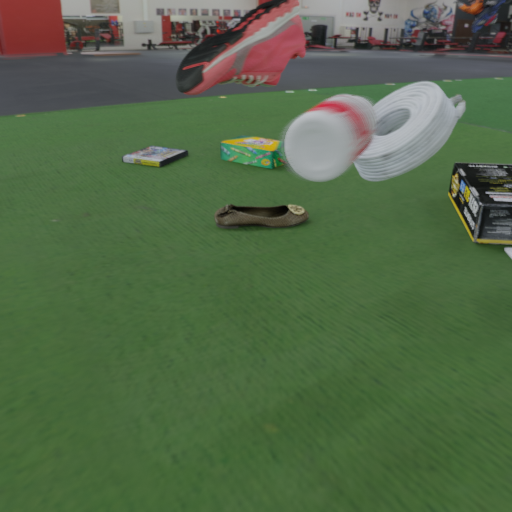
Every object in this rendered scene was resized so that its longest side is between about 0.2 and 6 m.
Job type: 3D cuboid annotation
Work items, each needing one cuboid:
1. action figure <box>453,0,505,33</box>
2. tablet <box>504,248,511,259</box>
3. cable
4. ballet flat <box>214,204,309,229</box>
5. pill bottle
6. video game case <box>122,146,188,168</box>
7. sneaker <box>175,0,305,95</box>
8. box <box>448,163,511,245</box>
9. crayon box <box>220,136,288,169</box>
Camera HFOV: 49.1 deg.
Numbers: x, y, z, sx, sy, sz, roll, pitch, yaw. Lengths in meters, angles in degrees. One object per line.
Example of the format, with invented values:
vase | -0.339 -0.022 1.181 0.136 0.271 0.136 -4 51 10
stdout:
action figure | 4.136 -4.564 10.157 0.842 0.871 0.456 38 29 -25
tablet | 5.071 0.077 9.336 1.529 0.104 0.995 1 25 2
cable | 2.008 -1.745 7.861 1.557 0.539 1.557 -7 45 46
ballet flat | 0.113 -0.825 10.863 1.854 0.430 0.625 -3 25 -5
pill bottle | 0.794 -1.219 5.563 0.654 0.654 1.166 12 31 24
video game case | -2.730 -2.716 15.209 1.232 0.174 1.364 11 27 24
sneaker | -0.051 -2.182 6.271 1.881 0.816 0.693 -43 33 -25
box | 5.732 -1.028 10.850 3.422 0.844 2.732 3 27 7
crayon box | 0.010 -2.792 14.973 1.706 0.497 1.013 16 30 31
